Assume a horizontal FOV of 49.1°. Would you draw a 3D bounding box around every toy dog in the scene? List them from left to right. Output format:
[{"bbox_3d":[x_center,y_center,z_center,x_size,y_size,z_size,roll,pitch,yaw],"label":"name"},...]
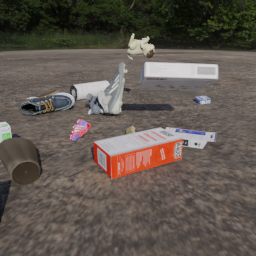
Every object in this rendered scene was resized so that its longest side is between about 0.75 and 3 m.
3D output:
[{"bbox_3d":[0.627,-3.599,12.748,1.237,1.199,0.863,18,19,-1],"label":"toy dog"}]

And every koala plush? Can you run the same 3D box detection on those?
[{"bbox_3d":[-1.446,-0.988,12.949,0.894,0.926,1.008,-5,43,-4],"label":"koala plush"}]

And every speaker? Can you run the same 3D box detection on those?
[{"bbox_3d":[-2.056,-2.099,15.608,2.172,0.882,0.882,-15,25,-35],"label":"speaker"}]

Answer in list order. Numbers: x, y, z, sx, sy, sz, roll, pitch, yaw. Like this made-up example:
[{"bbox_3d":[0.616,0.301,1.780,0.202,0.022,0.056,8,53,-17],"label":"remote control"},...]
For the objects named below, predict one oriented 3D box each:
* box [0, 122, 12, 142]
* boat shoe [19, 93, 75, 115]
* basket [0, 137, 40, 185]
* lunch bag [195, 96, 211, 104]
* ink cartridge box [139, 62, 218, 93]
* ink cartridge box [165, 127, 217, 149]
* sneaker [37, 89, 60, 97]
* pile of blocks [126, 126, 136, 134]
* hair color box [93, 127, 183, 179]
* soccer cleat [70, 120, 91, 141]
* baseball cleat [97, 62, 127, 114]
[{"bbox_3d":[-4.133,0.469,8.386,1.202,1.060,0.581,-14,24,-34],"label":"box"},{"bbox_3d":[-3.725,-1.027,12.889,2.411,0.853,1.094,-6,20,5],"label":"boat shoe"},{"bbox_3d":[-2.869,0.908,7.556,1.140,0.860,1.264,15,14,-37],"label":"basket"},{"bbox_3d":[3.936,-1.476,14.765,0.658,0.310,0.821,-6,20,-11],"label":"lunch bag"},{"bbox_3d":[1.731,-1.845,10.483,2.533,0.566,2.232,1,-4,-4],"label":"ink cartridge box"},{"bbox_3d":[2.120,0.353,9.743,1.805,0.354,0.898,6,21,20],"label":"ink cartridge box"},{"bbox_3d":[-4.121,-1.259,13.824,1.928,0.728,0.679,-17,25,17],"label":"sneaker"},{"bbox_3d":[0.170,0.325,10.000,0.315,0.416,1.014,38,19,-24],"label":"pile of blocks"},{"bbox_3d":[0.314,0.669,8.308,2.398,0.734,1.217,-12,23,-27],"label":"hair color box"},{"bbox_3d":[-1.747,0.092,10.352,0.542,0.472,1.416,19,23,-5],"label":"soccer cleat"},{"bbox_3d":[-0.709,-1.782,12.265,1.229,2.309,0.805,6,-6,0],"label":"baseball cleat"}]
